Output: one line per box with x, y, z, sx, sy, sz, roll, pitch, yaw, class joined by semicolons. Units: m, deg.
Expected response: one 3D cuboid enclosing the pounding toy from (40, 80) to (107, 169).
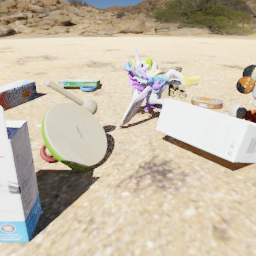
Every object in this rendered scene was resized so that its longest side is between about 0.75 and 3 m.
-1.815;0.168;8.323;2.038;1.225;2.641;20;47;-37;pounding toy

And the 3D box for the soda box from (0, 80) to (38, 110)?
-5.494;-1.522;12.984;0.944;0.878;2.762;9;25;21;soda box

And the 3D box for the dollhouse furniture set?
2.275;-2.381;14.176;1.359;1.536;0.854;1;23;5;dollhouse furniture set

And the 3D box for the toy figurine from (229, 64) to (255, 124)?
4.181;-0.777;9.265;1.659;2.384;2.347;26;35;24;toy figurine

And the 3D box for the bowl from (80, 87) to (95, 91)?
-2.192;-2.153;15.297;0.820;0.161;0.820;0;15;0;bowl

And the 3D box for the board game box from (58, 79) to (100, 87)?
-2.724;-2.569;15.974;2.119;0.309;1.426;1;14;3;board game box

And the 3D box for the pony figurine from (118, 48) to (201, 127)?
0.934;-1.293;10.687;2.904;2.803;2.418;20;26;-2;pony figurine

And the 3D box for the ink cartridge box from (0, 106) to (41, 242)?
-2.637;0.743;5.169;1.578;2.720;0.923;0;23;0;ink cartridge box

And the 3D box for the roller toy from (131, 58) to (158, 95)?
0.771;-2.398;13.956;1.359;1.945;1.774;3;-1;9;roller toy

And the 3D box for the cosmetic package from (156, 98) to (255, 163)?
2.433;0.029;8.431;1.595;1.147;2.827;7;14;-45;cosmetic package

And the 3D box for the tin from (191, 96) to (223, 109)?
3.621;-1.169;12.923;1.486;0.311;0.832;16;23;33;tin

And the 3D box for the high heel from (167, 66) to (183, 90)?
2.876;-2.860;15.975;1.803;0.903;2.530;14;42;45;high heel
